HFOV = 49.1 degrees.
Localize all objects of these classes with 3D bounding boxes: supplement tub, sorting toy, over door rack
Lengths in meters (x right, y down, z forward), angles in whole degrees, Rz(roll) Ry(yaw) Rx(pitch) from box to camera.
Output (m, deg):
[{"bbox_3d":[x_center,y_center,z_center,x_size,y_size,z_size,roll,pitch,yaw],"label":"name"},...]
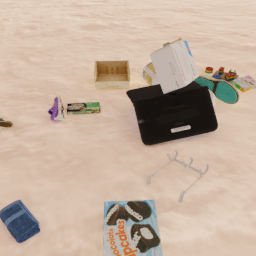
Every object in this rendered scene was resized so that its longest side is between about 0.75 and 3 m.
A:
[{"bbox_3d":[1.532,-2.468,13.765,1.193,1.193,1.649,-13,38,-18],"label":"supplement tub"},{"bbox_3d":[5.244,-2.797,14.894,2.579,0.436,1.243,21,40,26],"label":"sorting toy"},{"bbox_3d":[1.612,1.382,8.815,1.293,0.583,1.750,25,42,32],"label":"over door rack"}]

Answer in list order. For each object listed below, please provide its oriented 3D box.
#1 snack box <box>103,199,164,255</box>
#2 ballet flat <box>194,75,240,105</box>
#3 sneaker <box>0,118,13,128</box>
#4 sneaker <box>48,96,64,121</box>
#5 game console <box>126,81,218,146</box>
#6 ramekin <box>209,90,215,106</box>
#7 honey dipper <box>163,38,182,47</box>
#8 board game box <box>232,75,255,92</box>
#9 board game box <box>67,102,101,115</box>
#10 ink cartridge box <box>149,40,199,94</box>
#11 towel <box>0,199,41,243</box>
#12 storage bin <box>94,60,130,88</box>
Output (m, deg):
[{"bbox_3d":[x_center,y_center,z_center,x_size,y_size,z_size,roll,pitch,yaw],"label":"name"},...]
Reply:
[{"bbox_3d":[0.095,2.841,6.830,1.414,0.451,2.433,-2,35,-3],"label":"snack box"},{"bbox_3d":[4.338,-1.904,13.309,0.949,0.949,2.733,-20,40,-27],"label":"ballet flat"},{"bbox_3d":[-5.105,-0.255,11.360,0.941,0.316,0.422,-2,40,3],"label":"sneaker"},{"bbox_3d":[-3.123,-0.855,12.009,0.653,0.632,1.566,-14,35,-5],"label":"sneaker"},{"bbox_3d":[1.673,-0.764,11.307,2.999,2.637,1.745,-12,-7,-6],"label":"game console"},{"bbox_3d":[2.684,-1.039,11.844,2.020,0.985,2.020,1,33,0],"label":"ramekin"},{"bbox_3d":[1.774,-3.383,11.057,0.210,0.210,1.106,26,45,32],"label":"honey dipper"},{"bbox_3d":[5.952,-2.244,14.133,1.101,0.222,0.842,-19,48,-20],"label":"board game box"},{"bbox_3d":[-1.956,-0.882,12.382,1.451,0.170,0.760,-3,33,-7],"label":"board game box"},{"bbox_3d":[1.706,-2.224,10.012,0.857,1.463,2.024,-17,10,31],"label":"ink cartridge box"},{"bbox_3d":[-2.922,2.464,7.501,0.695,0.302,1.245,-29,44,-34],"label":"towel"},{"bbox_3d":[-0.820,-2.779,14.515,1.806,0.847,1.793,-1,34,-3],"label":"storage bin"}]
